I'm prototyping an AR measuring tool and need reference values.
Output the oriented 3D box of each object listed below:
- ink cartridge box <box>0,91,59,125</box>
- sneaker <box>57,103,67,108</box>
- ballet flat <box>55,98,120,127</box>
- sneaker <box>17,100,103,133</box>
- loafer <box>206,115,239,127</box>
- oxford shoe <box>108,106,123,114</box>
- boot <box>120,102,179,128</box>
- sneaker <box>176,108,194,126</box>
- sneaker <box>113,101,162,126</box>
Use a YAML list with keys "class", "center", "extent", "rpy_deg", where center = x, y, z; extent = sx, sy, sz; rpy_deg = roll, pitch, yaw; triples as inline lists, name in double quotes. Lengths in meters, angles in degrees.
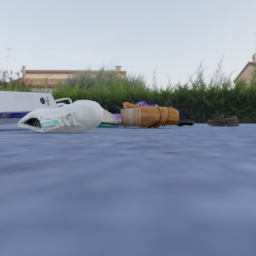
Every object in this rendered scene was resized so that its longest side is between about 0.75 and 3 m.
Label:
- class: "ink cartridge box"
  center: [-2.618, -0.402, 6.148]
  extent: [1.283, 0.506, 2.581]
  rpy_deg: [-16, -4, 27]
- class: "sneaker"
  center: [-1.786, -0.496, 10.774]
  extent: [1.305, 0.913, 2.259]
  rpy_deg: [-2, -1, 19]
- class: "ballet flat"
  center: [-1.552, -0.461, 8.655]
  extent: [2.930, 0.914, 0.988]
  rpy_deg: [0, 0, -26]
- class: "sneaker"
  center: [-1.066, -0.106, 4.345]
  extent: [1.363, 0.513, 0.603]
  rpy_deg: [-7, 10, 21]
- class: "loafer"
  center: [4.038, -0.314, 11.941]
  extent: [1.398, 0.496, 0.510]
  rpy_deg: [1, 1, 38]
- class: "oxford shoe"
  center: [-0.422, -0.581, 13.822]
  extent: [1.138, 0.980, 2.697]
  rpy_deg: [1, 1, -17]
- class: "boot"
  center: [0.663, -0.418, 8.603]
  extent: [1.669, 0.824, 2.150]
  rpy_deg: [0, 2, 2]
- class: "sneaker"
  center: [2.261, -0.475, 11.340]
  extent: [0.436, 0.757, 1.450]
  rpy_deg: [19, -9, -17]
- class: "sneaker"
  center: [0.388, -0.589, 11.684]
  extent: [2.401, 1.062, 0.966]
  rpy_deg: [-2, 2, -31]
